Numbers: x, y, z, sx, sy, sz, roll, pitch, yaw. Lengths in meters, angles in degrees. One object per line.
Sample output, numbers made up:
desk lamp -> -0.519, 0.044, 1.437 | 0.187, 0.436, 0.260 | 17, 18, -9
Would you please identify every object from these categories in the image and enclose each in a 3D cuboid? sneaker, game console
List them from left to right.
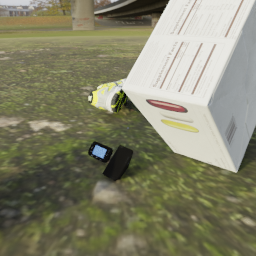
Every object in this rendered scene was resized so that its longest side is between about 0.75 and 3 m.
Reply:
game console -> -0.459, 0.649, 6.130 | 1.244, 0.150, 0.734 | 19, 72, 42
sneaker -> -0.536, -1.280, 9.919 | 1.052, 1.038, 2.753 | 13, 15, 9

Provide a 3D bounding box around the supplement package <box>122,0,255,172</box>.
supplement package -> 1.602, -0.788, 5.674 | 1.609, 2.260, 2.901 | 17, -17, 36
